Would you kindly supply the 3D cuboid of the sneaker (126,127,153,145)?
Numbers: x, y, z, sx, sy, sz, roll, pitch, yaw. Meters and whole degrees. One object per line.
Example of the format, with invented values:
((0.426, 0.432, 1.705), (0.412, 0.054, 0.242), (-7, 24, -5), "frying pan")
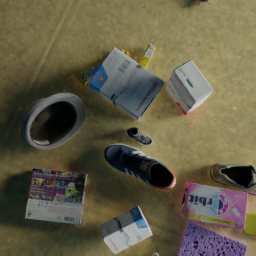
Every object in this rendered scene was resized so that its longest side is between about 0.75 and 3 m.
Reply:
((0.436, 0.308, 10.554), (1.090, 0.620, 0.411), (27, 80, 5), "sneaker")

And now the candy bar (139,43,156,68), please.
((0.672, -2.692, 11.332), (0.407, 0.181, 1.632), (27, 82, -6), "candy bar")

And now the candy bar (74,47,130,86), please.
((-1.006, -2.499, 11.281), (2.386, 0.264, 0.595), (-31, 81, -5), "candy bar")

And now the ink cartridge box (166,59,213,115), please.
((2.179, -1.419, 10.231), (0.799, 1.896, 1.372), (-32, 81, -6), "ink cartridge box")

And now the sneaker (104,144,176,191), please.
((0.439, 1.328, 10.060), (2.872, 1.214, 1.077), (23, 80, 5), "sneaker")

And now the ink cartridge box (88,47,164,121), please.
((-0.060, -1.615, 10.608), (2.326, 0.999, 1.703), (35, 85, 1), "ink cartridge box")

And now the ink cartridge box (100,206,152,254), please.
((-0.062, 3.498, 9.599), (1.485, 0.626, 1.074), (-26, 125, -4), "ink cartridge box")

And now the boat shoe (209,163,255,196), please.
((4.395, 1.869, 10.087), (2.763, 0.945, 1.033), (8, 79, 2), "boat shoe")

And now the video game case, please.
((-2.610, 2.482, 10.267), (2.014, 0.361, 1.826), (6, 79, 1), "video game case")

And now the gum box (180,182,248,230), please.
((3.008, 2.743, 10.028), (2.212, 0.731, 1.255), (10, 79, 2), "gum box")

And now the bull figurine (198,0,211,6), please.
((3.332, -5.452, 11.837), (0.514, 0.276, 0.847), (35, 82, 5), "bull figurine")

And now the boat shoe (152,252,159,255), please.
((0.834, 4.823, 9.863), (0.310, 0.283, 0.862), (34, 81, 6), "boat shoe")

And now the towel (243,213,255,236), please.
((5.097, 3.601, 10.183), (1.781, 0.161, 0.766), (9, 74, 3), "towel")

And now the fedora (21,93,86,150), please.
((-2.868, -0.378, 10.249), (2.450, 2.167, 1.106), (-42, 51, -17), "fedora")

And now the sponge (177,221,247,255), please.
((2.991, 4.329, 9.932), (2.227, 0.332, 1.242), (21, 80, 4), "sponge")
